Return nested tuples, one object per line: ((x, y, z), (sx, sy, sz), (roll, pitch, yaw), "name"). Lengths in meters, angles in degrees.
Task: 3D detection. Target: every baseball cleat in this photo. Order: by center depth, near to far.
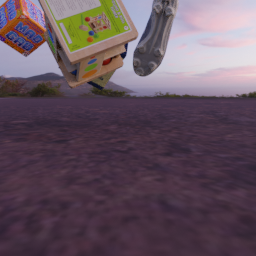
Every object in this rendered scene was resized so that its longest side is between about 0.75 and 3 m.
((1.027, -3.116, 9.197), (1.023, 2.932, 1.561), (27, 36, 4), "baseball cleat")

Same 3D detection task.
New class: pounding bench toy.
((-1.228, -2.609, 6.779), (1.608, 2.588, 2.019), (-26, -3, -15), "pounding bench toy")

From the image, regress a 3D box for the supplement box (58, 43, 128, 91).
((-1.174, -2.593, 9.710), (1.752, 1.751, 1.176), (26, 41, -18), "supplement box")

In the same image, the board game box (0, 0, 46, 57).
((-3.440, -3.350, 9.113), (1.215, 1.214, 1.216), (-31, -31, 17), "board game box")
